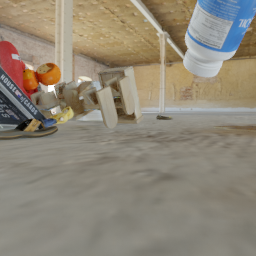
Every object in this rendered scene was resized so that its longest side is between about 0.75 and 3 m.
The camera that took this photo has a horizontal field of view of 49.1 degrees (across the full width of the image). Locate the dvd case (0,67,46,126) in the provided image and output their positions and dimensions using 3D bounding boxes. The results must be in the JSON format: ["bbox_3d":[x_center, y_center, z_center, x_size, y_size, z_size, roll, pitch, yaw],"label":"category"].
[{"bbox_3d":[-3.820,-0.809,7.359,2.874,0.355,2.160,2,-36,30],"label":"dvd case"}]

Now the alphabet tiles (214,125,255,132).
[{"bbox_3d":[3.004,0.016,6.683,1.422,0.064,1.701,-3,5,-36],"label":"alphabet tiles"}]

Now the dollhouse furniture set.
[{"bbox_3d":[-0.872,-0.600,8.547,2.588,1.833,2.817,2,25,34],"label":"dollhouse furniture set"}]

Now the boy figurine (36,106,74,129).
[{"bbox_3d":[-1.719,-0.246,6.849,0.985,0.317,0.612,-29,23,-38],"label":"boy figurine"}]

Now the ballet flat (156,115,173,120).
[{"bbox_3d":[1.754,-0.509,13.420,0.325,0.224,0.965,-3,5,-43],"label":"ballet flat"}]

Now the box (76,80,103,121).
[{"bbox_3d":[-1.341,-1.144,12.175,1.912,1.637,1.902,-2,4,-25],"label":"box"}]

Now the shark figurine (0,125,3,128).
[{"bbox_3d":[-3.740,-0.506,6.150,1.194,1.709,2.860,-51,7,-32],"label":"shark figurine"}]

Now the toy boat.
[{"bbox_3d":[-3.030,-1.520,8.682,1.918,1.915,2.934,-18,-13,-1],"label":"toy boat"}]

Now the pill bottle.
[{"bbox_3d":[2.689,-3.073,8.360,1.659,2.957,1.659,7,46,-7],"label":"pill bottle"}]

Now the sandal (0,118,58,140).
[{"bbox_3d":[-1.738,0.000,4.791,1.204,0.329,0.492,-3,5,-42],"label":"sandal"}]
